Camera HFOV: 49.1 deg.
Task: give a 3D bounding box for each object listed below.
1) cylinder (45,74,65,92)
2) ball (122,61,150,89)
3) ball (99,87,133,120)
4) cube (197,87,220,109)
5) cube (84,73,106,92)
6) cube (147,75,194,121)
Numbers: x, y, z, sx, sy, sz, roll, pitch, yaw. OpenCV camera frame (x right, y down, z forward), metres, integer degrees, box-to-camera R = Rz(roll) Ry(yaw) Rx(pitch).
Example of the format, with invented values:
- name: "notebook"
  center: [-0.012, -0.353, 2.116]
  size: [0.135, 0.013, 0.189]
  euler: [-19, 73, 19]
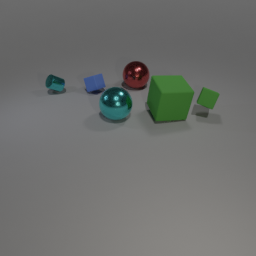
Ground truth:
- name: "cylinder"
  center: [-3.596, -2.209, 13.825]
  size: [0.700, 0.700, 0.700]
  euler: [15, 15, -45]
- name: "ball"
  center: [0.413, -2.731, 14.409]
  size: [1.400, 1.400, 1.400]
  euler: [0, 32, 0]
- name: "ball"
  center: [-0.506, -1.012, 11.651]
  size: [1.400, 1.400, 1.400]
  euler: [0, 32, 0]
- name: "cube"
  center: [3.352, -1.262, 11.771]
  size: [0.700, 0.700, 0.700]
  euler: [23, 16, 8]
- name: "cube"
  center: [-1.665, -2.266, 14.003]
  size: [0.700, 0.700, 0.700]
  euler: [-7, 14, 35]
- name: "cube"
  center: [1.718, -1.263, 11.720]
  size: [1.400, 1.400, 1.400]
  euler: [-3, 39, -14]
